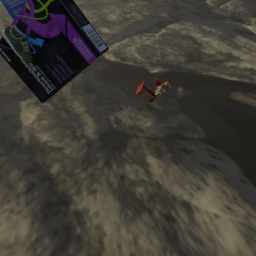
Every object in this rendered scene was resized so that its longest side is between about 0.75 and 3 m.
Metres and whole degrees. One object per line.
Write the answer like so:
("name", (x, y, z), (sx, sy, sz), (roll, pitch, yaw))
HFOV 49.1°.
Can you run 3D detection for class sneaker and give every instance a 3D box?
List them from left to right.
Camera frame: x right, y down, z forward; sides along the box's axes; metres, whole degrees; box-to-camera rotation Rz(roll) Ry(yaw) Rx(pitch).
("sneaker", (-2.482, -1.961, 6.483), (0.408, 0.909, 0.305), (-23, 27, 33))

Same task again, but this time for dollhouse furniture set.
("dollhouse furniture set", (0.667, -1.055, 7.245), (0.478, 0.889, 0.361), (34, 49, -20))

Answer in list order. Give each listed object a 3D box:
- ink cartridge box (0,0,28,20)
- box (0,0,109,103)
("ink cartridge box", (-2.635, -3.461, 7.595), (1.043, 2.732, 1.864), (-22, 45, 2))
("box", (-1.941, -1.924, 6.755), (2.650, 1.895, 0.478), (-28, 16, 41))
